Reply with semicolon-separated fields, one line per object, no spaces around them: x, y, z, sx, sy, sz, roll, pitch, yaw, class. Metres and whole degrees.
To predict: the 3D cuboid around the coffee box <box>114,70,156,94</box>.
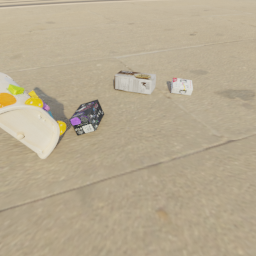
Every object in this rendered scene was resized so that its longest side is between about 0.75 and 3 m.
0.283;-1.829;11.122;1.508;0.602;0.852;10;28;15;coffee box

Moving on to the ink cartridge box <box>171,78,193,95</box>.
2.086;-1.617;10.886;0.776;0.332;0.573;6;51;-2;ink cartridge box

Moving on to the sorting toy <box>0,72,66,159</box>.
-2.683;-0.569;7.133;1.143;2.139;1.926;-38;54;-3;sorting toy

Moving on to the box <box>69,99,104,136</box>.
-1.241;-0.337;8.638;0.672;0.583;1.099;-14;27;19;box
